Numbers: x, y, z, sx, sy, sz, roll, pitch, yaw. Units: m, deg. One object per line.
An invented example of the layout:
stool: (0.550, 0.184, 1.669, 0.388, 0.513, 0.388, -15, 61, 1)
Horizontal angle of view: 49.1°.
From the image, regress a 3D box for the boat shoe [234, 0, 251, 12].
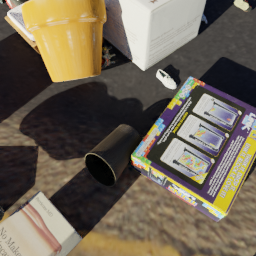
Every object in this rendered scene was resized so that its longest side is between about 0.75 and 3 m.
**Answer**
boat shoe: (4.233, -4.585, 10.375, 0.278, 0.324, 0.886, 12, 40, -35)

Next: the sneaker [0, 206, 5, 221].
sneaker: (-3.659, 1.335, 5.433, 2.634, 0.993, 1.044, 24, 63, 25)

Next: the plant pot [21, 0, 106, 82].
plant pot: (-1.608, -2.390, 7.798, 2.209, 2.209, 2.022, -9, 104, -6)

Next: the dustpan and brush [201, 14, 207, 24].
dustpan and brush: (2.085, -4.496, 9.994, 0.593, 1.446, 2.071, -30, 94, 22)

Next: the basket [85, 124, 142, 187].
basket: (-0.306, 0.587, 6.874, 0.895, 1.186, 1.316, 25, 53, 21)

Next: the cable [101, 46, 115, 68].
cable: (-1.324, -2.089, 8.902, 1.873, 0.471, 0.910, -13, 61, 5)

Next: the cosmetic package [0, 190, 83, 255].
cosmetic package: (-2.258, 2.604, 5.630, 1.240, 1.046, 2.398, 39, 67, 20)

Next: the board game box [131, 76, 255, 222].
board game box: (1.881, 0.368, 7.093, 2.454, 0.842, 2.969, 32, 64, 15)

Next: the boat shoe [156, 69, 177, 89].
boat shoe: (1.164, -1.487, 8.524, 0.778, 0.260, 0.286, 39, 67, 20)

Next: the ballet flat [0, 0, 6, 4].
ballet flat: (-3.925, -5.356, 10.632, 2.395, 0.889, 0.889, -30, 64, -14)

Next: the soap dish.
soap dish: (-2.622, -3.571, 9.380, 2.271, 0.922, 1.786, -37, 66, -20)

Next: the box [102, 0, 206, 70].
box: (0.625, -3.814, 8.756, 2.593, 2.221, 2.580, -37, 66, -20)

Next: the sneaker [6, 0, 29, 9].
sneaker: (-3.934, -5.001, 9.628, 0.940, 1.300, 2.660, -34, 93, -22)
